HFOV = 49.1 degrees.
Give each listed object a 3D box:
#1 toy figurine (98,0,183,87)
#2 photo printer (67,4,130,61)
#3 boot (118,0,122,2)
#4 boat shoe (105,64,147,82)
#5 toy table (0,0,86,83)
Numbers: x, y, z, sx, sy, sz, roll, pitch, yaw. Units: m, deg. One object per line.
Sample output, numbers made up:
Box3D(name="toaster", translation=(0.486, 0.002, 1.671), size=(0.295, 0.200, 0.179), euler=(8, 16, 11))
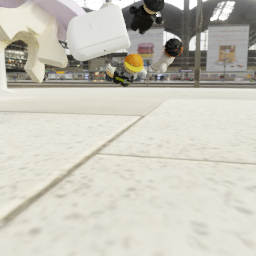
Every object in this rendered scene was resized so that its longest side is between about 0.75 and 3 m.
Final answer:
Box3D(name="toy figurine", translation=(0.293, -2.560, 8.138), size=(2.312, 2.276, 1.609), euler=(-23, -6, -23))
Box3D(name="photo printer", translation=(-0.760, -2.271, 6.726), size=(1.449, 1.206, 0.503), euler=(-14, -29, 5))
Box3D(name="boot", translation=(-0.646, -4.503, 9.342), size=(0.883, 0.284, 0.823), euler=(31, 25, 11))
Box3D(name="boat shoe", translation=(-0.087, -2.151, 10.892), size=(2.106, 0.656, 0.786), euler=(-17, 59, -47))
Box3D(name="toy table", translation=(-2.573, -2.529, 7.348), size=(2.758, 1.615, 2.535), euler=(10, -23, 22))
